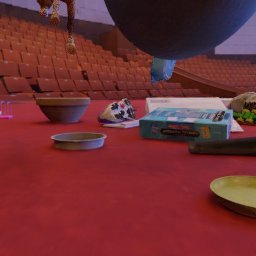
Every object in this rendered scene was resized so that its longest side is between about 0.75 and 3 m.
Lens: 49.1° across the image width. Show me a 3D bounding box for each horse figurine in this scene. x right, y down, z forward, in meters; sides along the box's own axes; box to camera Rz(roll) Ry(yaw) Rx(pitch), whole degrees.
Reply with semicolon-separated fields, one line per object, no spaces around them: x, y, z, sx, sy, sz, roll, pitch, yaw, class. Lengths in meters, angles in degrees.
-0.977;-2.566;4.046;0.732;1.943;2.932;-3;-32;-17;horse figurine

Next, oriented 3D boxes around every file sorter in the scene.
-5.181;-0.707;11.002;1.062;0.666;0.738;-2;7;-13;file sorter

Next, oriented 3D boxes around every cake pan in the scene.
-0.895;0.235;5.139;1.000;0.183;1.000;0;6;0;cake pan

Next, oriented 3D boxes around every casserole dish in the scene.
1.467;-2.849;10.107;0.516;2.661;1.612;18;2;19;casserole dish

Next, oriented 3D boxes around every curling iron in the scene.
2.346;0.266;4.124;2.846;0.364;0.705;2;8;14;curling iron

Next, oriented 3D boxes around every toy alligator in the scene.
3.669;-0.304;8.910;0.415;0.453;1.529;43;-16;-26;toy alligator

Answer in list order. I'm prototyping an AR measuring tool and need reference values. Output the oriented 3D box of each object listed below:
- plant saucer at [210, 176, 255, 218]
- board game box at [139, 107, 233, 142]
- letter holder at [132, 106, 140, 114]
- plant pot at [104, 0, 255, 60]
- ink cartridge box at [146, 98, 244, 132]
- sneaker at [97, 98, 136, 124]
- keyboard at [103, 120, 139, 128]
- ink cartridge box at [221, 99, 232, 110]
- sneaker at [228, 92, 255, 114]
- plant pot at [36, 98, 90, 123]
1.142;0.591;2.402;0.846;0.131;0.846;1;7;0;plant saucer
1.303;-0.101;6.133;1.769;0.415;1.335;4;17;24;board game box
0.242;-0.856;13.457;0.554;0.392;0.779;4;8;15;letter holder
1.123;-2.504;4.179;2.718;2.718;1.831;-3;7;-21;plant pot
1.691;-0.222;7.715;2.244;0.502;1.977;-1;32;-3;ink cartridge box
-0.375;-0.495;9.029;0.786;0.760;1.884;-20;-4;27;sneaker
0.362;-0.178;8.999;0.776;0.147;2.759;-2;4;35;keyboard
4.206;-0.971;12.827;2.196;0.745;1.264;-3;7;-21;ink cartridge box
5.250;-0.896;11.065;2.660;1.035;1.093;6;10;43;sneaker
-2.193;-0.621;9.554;1.820;0.840;1.820;0;6;0;plant pot
